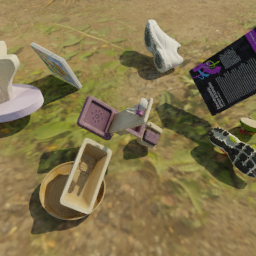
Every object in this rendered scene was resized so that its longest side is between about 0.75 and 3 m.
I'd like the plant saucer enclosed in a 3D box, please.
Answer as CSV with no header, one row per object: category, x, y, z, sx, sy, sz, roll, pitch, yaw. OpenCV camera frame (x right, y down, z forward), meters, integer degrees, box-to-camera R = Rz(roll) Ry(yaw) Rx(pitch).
plant saucer,-1.365,1.576,7.015,1.604,0.284,1.604,1,50,-1

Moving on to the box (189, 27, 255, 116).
box,3.142,-1.595,8.270,0.415,2.297,1.642,-3,66,-57

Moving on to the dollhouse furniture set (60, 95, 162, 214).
dollhouse furniture set,-0.057,0.713,6.598,2.290,2.051,2.890,30,66,-25

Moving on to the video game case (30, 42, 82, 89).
video game case,-2.401,-2.076,9.493,1.466,1.610,0.178,31,77,23

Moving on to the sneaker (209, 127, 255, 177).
sneaker,2.977,0.624,7.656,0.662,0.730,1.720,-45,58,11

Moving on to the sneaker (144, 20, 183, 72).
sneaker,1.397,-3.231,10.908,1.175,0.921,2.364,-13,71,-17

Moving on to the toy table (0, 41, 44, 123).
toy table,-4.157,-1.343,8.479,2.840,1.663,2.610,-7,39,7

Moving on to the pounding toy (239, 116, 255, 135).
pounding toy,3.706,-0.002,8.499,0.866,0.402,0.669,-11,36,-43
